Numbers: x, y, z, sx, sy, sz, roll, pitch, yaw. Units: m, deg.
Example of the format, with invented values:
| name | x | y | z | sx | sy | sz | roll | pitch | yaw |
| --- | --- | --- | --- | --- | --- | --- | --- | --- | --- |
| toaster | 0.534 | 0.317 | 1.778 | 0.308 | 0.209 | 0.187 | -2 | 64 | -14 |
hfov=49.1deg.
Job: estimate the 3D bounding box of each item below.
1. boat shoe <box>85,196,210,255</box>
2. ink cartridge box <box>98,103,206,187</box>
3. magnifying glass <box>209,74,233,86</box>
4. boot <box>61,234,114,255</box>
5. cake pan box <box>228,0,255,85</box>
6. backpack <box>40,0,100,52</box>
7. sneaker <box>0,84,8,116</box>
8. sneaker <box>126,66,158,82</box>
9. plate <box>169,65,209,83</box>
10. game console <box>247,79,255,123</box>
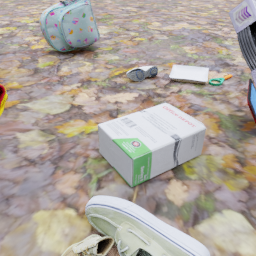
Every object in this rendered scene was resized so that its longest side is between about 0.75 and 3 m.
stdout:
| name | x | y | z | sx | sy | sz | roll | pitch | yaw |
| --- | --- | --- | --- | --- | --- | --- | --- | --- | --- |
| boat shoe | 0.204 | 2.055 | 5.147 | 2.561 | 0.922 | 0.794 | 19 | 38 | 22 |
| ink cartridge box | 0.640 | 0.339 | 7.681 | 2.404 | 1.010 | 1.754 | -19 | 37 | -27 |
| magnifying glass | 4.118 | -2.132 | 12.345 | 1.401 | 0.157 | 0.558 | -22 | 38 | -31 |
| boot | -0.748 | 2.239 | 5.049 | 0.922 | 0.332 | 0.713 | -24 | -2 | -36 |
| cake pan box | 3.184 | -1.562 | 5.978 | 2.188 | 0.572 | 2.015 | -1 | 69 | -40 |
| backpack | -3.178 | -5.526 | 15.279 | 2.952 | 2.595 | 2.263 | -24 | 36 | -13 |
| sneaker | -2.778 | -0.631 | 5.504 | 1.003 | 0.949 | 2.600 | -30 | 42 | 2 |
| sneaker | 0.572 | -2.462 | 12.597 | 1.610 | 0.600 | 0.701 | -15 | 23 | -33 |
| plate | 2.768 | -2.407 | 12.658 | 1.637 | 0.265 | 1.641 | 9 | 34 | 12 |
| game console | 4.665 | -0.633 | 9.055 | 1.710 | 1.178 | 1.985 | 12 | 35 | 19 |
